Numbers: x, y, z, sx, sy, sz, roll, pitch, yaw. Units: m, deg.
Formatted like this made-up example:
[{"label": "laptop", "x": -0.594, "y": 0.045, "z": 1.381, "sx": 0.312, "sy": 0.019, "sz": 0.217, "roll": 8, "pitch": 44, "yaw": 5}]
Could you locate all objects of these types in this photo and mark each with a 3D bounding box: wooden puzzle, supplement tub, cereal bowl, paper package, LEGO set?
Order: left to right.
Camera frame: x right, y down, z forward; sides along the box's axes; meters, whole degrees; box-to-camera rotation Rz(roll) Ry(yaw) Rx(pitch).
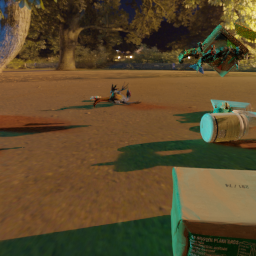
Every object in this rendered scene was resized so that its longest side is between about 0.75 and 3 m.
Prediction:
[{"label": "LEGO set", "x": 2.890, "y": -2.523, "z": 9.409, "sx": 1.786, "sy": 0.779, "sz": 2.750, "roll": -15, "pitch": -14, "yaw": 33}, {"label": "wooden puzzle", "x": 4.068, "y": -3.331, "z": 12.189, "sx": 1.885, "sy": 2.794, "sz": 0.327, "roll": 39, "pitch": 39, "yaw": 8}, {"label": "supplement tub", "x": 3.227, "y": -0.029, "z": 9.407, "sx": 1.333, "sy": 0.967, "sz": 0.967, "roll": -3, "pitch": 15, "yaw": -10}, {"label": "paper package", "x": 1.610, "y": 1.356, "z": 4.230, "sx": 1.852, "sy": 0.958, "sz": 1.765, "roll": 2, "pitch": 15, "yaw": 5}, {"label": "cereal bowl", "x": 4.848, "y": -0.345, "z": 11.386, "sx": 1.273, "sy": 0.530, "sz": 1.273, "roll": 4, "pitch": 16, "yaw": -1}]

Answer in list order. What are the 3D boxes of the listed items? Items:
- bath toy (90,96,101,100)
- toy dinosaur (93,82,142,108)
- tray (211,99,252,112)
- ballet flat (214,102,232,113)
[{"label": "bath toy", "x": -2.067, "y": -1.873, "z": 17.707, "sx": 0.831, "sy": 0.361, "sz": 0.307, "roll": 4, "pitch": 37, "yaw": 33}, {"label": "toy dinosaur", "x": -0.590, "y": -1.901, "z": 16.391, "sx": 2.584, "sy": 1.357, "sz": 2.345, "roll": -10, "pitch": -6, "yaw": 7}, {"label": "tray", "x": 5.080, "y": -0.997, "z": 13.838, "sx": 1.880, "sy": 0.209, "sz": 1.010, "roll": 10, "pitch": -22, "yaw": 32}, {"label": "ballet flat", "x": 4.474, "y": -0.870, "z": 13.099, "sx": 0.675, "sy": 0.706, "sz": 2.005, "roll": 4, "pitch": 14, "yaw": 29}]
